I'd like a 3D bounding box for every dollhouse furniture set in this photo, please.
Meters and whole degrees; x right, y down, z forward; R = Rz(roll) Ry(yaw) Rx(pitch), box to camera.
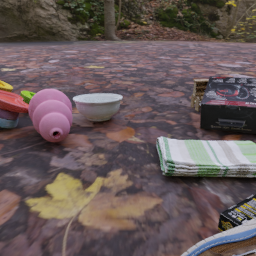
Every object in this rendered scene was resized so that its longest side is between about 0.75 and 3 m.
[{"bbox_3d":[3.177,-1.344,11.237,1.335,0.946,1.453,-4,22,-10],"label":"dollhouse furniture set"}]

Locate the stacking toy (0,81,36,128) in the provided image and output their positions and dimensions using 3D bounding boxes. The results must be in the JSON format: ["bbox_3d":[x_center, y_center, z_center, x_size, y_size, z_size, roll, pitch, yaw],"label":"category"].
[{"bbox_3d":[-3.986,-0.602,9.928,2.645,1.234,2.922,18,12,-34],"label":"stacking toy"}]

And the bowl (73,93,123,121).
[{"bbox_3d":[-1.031,-0.697,9.719,1.717,0.772,1.717,0,16,0],"label":"bowl"}]

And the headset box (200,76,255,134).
[{"bbox_3d":[3.473,-0.781,9.234,1.908,0.963,2.568,6,33,20],"label":"headset box"}]

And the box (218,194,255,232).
[{"bbox_3d":[2.358,1.633,4.395,1.148,0.355,1.438,-12,24,-33],"label":"box"}]

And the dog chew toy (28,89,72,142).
[{"bbox_3d":[-2.241,-0.313,8.274,1.314,1.314,2.109,-7,31,-17],"label":"dog chew toy"}]

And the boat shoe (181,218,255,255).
[{"bbox_3d":[1.366,1.709,3.572,1.805,0.652,0.653,-24,46,-8],"label":"boat shoe"}]

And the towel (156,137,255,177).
[{"bbox_3d":[2.043,0.603,6.829,2.574,0.395,1.920,0,19,1],"label":"towel"}]
